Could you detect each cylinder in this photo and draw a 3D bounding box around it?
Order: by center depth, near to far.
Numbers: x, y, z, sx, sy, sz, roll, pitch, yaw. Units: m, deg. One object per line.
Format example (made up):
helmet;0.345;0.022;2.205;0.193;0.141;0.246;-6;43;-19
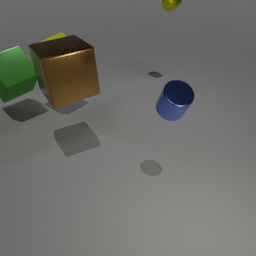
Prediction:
cylinder;1.048;-0.611;6.332;0.700;0.700;0.700;4;64;-9
cylinder;1.984;-5.765;12.747;0.700;0.700;0.700;-12;4;-19

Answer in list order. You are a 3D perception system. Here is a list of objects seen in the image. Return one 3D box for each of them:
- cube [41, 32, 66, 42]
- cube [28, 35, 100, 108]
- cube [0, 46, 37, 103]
cube;-2.774;-2.647;11.196;1.400;1.400;1.400;43;56;8
cube;-1.762;-1.623;7.820;1.400;1.400;1.400;-21;38;-22
cube;-4.600;-2.095;11.054;1.400;1.400;1.400;-35;89;-33
